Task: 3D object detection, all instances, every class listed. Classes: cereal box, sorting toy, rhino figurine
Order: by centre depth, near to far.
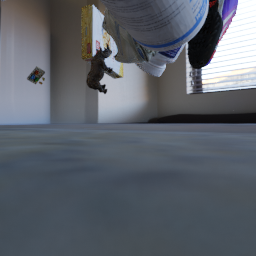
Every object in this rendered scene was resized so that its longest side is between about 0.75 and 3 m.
[{"bbox_3d":[-0.929,-2.082,9.556,0.768,1.756,0.525,16,-6,-25],"label":"rhino figurine"},{"bbox_3d":[-3.354,-1.912,10.499,0.109,0.605,0.812,38,2,21],"label":"sorting toy"},{"bbox_3d":[-0.976,-3.408,11.575,0.571,2.077,2.887,-4,-6,21],"label":"cereal box"}]

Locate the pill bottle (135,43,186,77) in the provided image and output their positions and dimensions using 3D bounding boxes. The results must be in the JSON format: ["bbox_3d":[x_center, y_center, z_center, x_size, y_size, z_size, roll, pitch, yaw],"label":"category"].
[{"bbox_3d":[1.177,-2.892,8.991,1.382,2.308,1.382,22,31,-14],"label":"pill bottle"}]

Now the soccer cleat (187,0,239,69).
[{"bbox_3d":[2.035,-2.427,6.308,0.899,2.458,0.838,18,-5,-36],"label":"soccer cleat"}]

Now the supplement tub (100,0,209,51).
[{"bbox_3d":[0.274,-2.409,4.398,1.613,1.613,2.444,1,-10,25],"label":"supplement tub"}]

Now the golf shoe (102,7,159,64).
[{"bbox_3d":[-0.257,-2.991,6.978,1.419,2.919,1.143,-6,18,36],"label":"golf shoe"}]
